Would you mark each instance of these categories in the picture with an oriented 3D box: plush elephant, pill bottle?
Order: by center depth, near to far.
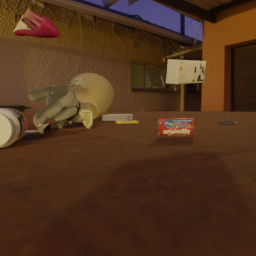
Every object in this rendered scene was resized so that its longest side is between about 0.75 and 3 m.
[{"bbox_3d":[-2.622,-0.014,5.836,0.810,0.810,1.391,-1,5,-11],"label":"pill bottle"},{"bbox_3d":[-2.235,-0.704,10.174,2.238,1.732,1.843,-31,49,-7],"label":"plush elephant"}]

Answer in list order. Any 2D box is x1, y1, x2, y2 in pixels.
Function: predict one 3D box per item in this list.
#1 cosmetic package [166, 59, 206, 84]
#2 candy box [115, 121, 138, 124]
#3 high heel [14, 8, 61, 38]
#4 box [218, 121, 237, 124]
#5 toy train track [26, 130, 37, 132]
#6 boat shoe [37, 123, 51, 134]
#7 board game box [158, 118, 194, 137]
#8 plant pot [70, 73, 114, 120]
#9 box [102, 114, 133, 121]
[{"bbox_3d":[2.334,-2.225,11.027,0.553,0.901,2.183,12,17,40],"label":"cosmetic package"},{"bbox_3d":[-0.060,-0.290,13.843,1.030,0.136,0.527,-2,7,-18],"label":"candy box"},{"bbox_3d":[-3.329,-3.556,10.197,1.248,0.876,2.602,32,-13,-29],"label":"high heel"},{"bbox_3d":[4.808,-0.268,13.596,0.760,0.137,0.543,-1,4,-33],"label":"box"},{"bbox_3d":[-3.413,0.036,9.066,1.361,0.221,0.781,-1,5,-18],"label":"toy train track"},{"bbox_3d":[-2.649,0.006,8.840,0.278,0.310,0.838,6,4,-1],"label":"boat shoe"},{"bbox_3d":[1.348,-0.023,7.864,1.004,0.517,0.098,-1,7,-8],"label":"board game box"},{"bbox_3d":[-2.273,-1.528,16.444,2.827,2.827,1.898,0,39,0],"label":"plant pot"},{"bbox_3d":[-0.591,-0.644,16.933,1.456,0.384,1.867,1,4,12],"label":"box"}]
